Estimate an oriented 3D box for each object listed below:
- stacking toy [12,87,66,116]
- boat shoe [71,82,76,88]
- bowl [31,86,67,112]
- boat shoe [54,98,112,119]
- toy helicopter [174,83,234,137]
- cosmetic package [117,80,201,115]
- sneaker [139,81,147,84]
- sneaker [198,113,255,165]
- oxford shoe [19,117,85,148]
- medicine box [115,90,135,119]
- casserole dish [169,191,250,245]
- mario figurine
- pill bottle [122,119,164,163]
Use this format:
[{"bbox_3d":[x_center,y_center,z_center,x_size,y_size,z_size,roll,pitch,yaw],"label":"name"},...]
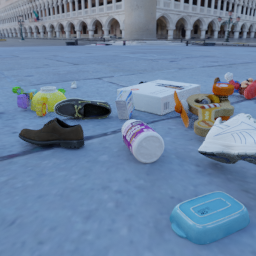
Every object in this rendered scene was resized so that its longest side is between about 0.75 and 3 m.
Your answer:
[{"bbox_3d":[-3.828,-1.089,10.851,2.109,0.657,2.797,3,18,4],"label":"stacking toy"},{"bbox_3d":[-2.762,-2.247,14.315,0.301,0.348,0.816,-1,20,-3],"label":"boat shoe"},{"bbox_3d":[-3.013,-1.161,10.715,1.440,0.775,1.440,1,20,0],"label":"bowl"},{"bbox_3d":[-1.497,-0.636,9.387,1.905,0.679,0.574,-3,16,-14],"label":"boat shoe"},{"bbox_3d":[2.251,-0.513,8.550,1.909,1.139,2.886,6,26,13],"label":"toy helicopter"},{"bbox_3d":[1.284,-1.327,11.267,2.138,0.733,2.836,13,24,39],"label":"cosmetic package"},{"bbox_3d":[0.585,-1.993,13.447,0.396,0.474,1.044,19,28,38],"label":"sneaker"},{"bbox_3d":[2.355,0.183,5.464,0.905,1.058,2.430,25,-11,-26],"label":"sneaker"},{"bbox_3d":[-2.001,0.066,7.323,1.766,0.746,0.642,1,13,6],"label":"oxford shoe"},{"bbox_3d":[-0.090,-0.790,9.436,0.389,0.756,0.689,4,38,19],"label":"medicine box"},{"bbox_3d":[1.318,1.369,4.498,1.375,0.267,0.833,-11,23,-25],"label":"casserole dish"},{"bbox_3d":[4.954,-1.949,12.464,2.054,1.089,1.268,17,25,42],"label":"mario figurine"},{"bbox_3d":[0.290,0.249,6.842,0.754,0.754,1.343,-6,21,-17],"label":"pill bottle"}]
